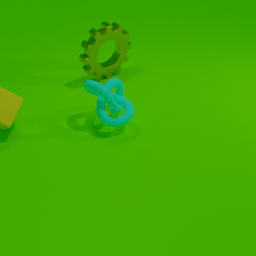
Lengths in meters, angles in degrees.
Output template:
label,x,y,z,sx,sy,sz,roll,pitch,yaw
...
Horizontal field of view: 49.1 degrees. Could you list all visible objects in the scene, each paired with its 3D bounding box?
label,x,y,z,sx,sy,sz,roll,pitch,yaw
cube,-3.457,-0.539,7.458,0.856,0.856,0.856,-8,58,55
knot shape,-0.576,-0.842,7.723,1.476,0.729,1.577,33,33,-29
gear,-0.734,-2.595,9.536,1.930,1.930,0.357,-27,53,-29
